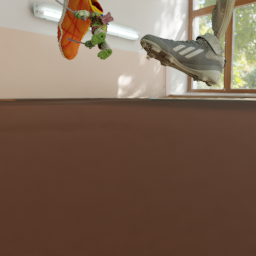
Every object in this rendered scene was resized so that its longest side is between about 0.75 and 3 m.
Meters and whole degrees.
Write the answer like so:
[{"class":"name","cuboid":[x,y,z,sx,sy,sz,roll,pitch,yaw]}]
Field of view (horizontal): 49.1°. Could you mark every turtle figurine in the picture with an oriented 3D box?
[{"class":"turtle figurine","cuboid":[-1.003,-2.309,6.893,1.450,1.044,1.406,-3,47,-25]}]

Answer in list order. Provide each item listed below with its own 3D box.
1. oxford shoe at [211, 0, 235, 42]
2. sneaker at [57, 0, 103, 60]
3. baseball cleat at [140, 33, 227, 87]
[{"class":"oxford shoe","cuboid":[3.004,-3.596,9.136,0.603,0.785,2.087,23,-28,19]},{"class":"sneaker","cuboid":[-1.291,-2.989,7.695,1.049,2.719,0.992,21,42,-4]},{"class":"baseball cleat","cuboid":[1.706,-2.335,8.340,2.798,1.489,0.976,24,-2,-23]}]
